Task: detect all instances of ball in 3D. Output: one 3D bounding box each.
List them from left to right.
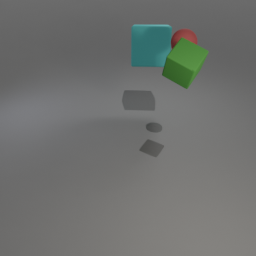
[{"bbox_3d":[1.496,-2.290,7.488,0.700,0.700,0.700,0,32,0],"label":"ball"}]

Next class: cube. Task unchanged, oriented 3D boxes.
[{"bbox_3d":[0.850,-3.107,10.503,1.400,1.400,1.400,1,22,3],"label":"cube"},{"bbox_3d":[1.290,-1.471,6.399,0.700,0.700,0.700,32,67,11],"label":"cube"}]
